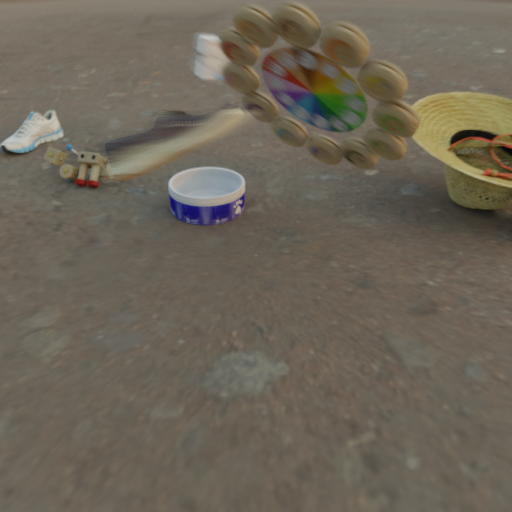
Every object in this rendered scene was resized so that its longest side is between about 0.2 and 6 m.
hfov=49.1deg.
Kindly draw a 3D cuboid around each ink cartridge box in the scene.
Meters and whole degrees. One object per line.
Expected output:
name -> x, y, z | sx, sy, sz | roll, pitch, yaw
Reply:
ink cartridge box -> -0.924, -4.172, 11.787 | 0.594, 0.819, 0.343 | -10, 37, -30

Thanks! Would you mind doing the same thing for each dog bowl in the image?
dog bowl -> -1.105, -1.370, 12.651 | 1.705, 0.672, 1.705 | 0, 31, 0

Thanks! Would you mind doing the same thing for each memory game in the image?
memory game -> 1.004, -2.868, 10.079 | 4.000, 4.000, 0.255 | 21, 72, 30

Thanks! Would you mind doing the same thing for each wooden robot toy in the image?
wooden robot toy -> -4.140, -2.173, 14.112 | 2.221, 0.978, 1.008 | 8, -3, 13

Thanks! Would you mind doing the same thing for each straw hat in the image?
straw hat -> 5.123, -1.987, 12.638 | 4.068, 1.722, 4.068 | 2, 42, -2

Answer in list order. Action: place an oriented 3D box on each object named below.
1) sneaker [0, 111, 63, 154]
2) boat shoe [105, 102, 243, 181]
sneaker -> -6.493, -3.599, 16.038 | 0.799, 0.923, 2.131 | 15, 36, 20
boat shoe -> -0.933, -1.341, 6.125 | 1.600, 0.518, 0.575 | -24, 8, 11
